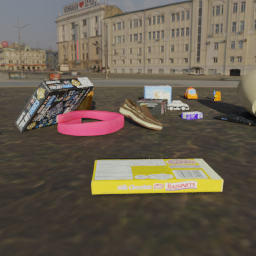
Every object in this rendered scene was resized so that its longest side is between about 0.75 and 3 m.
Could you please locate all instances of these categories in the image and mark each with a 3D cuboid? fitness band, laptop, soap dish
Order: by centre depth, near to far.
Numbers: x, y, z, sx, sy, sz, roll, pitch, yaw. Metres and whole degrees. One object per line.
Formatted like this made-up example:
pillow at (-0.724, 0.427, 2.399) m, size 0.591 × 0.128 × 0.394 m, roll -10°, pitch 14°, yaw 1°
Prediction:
fitness band at (-1.229, -0.196, 9.607) m, size 1.987 × 0.518 × 2.767 m, roll 6°, pitch 12°, yaw 14°
laptop at (5.423, -0.986, 10.877) m, size 2.599 × 1.515 × 2.933 m, roll -7°, pitch 14°, yaw -33°
soap dish at (-2.196, -1.358, 13.007) m, size 1.159 × 1.474 × 0.599 m, roll -8°, pitch 35°, yaw -33°

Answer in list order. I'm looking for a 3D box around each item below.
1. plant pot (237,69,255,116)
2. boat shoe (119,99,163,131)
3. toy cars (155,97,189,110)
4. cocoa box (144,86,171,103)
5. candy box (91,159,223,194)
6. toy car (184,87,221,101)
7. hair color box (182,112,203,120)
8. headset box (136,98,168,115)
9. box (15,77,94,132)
plant pot at (5.357, -1.194, 11.160) m, size 1.868 × 1.868 × 1.994 m, roll 4°, pitch 28°, yaw 18°
boat shoe at (0.464, -0.534, 9.740) m, size 1.873 × 0.693 × 0.692 m, roll 28°, pitch 12°, yaw 34°
toy cars at (1.975, -1.297, 14.560) m, size 2.524 × 0.559 × 1.132 m, roll 11°, pitch 17°, yaw 42°
cocoa box at (1.708, -1.945, 16.423) m, size 1.545 × 1.031 × 1.014 m, roll 0°, pitch 12°, yaw 0°
candy box at (0.467, 0.862, 5.169) m, size 2.208 × 0.292 × 1.128 m, roll 0°, pitch 10°, yaw -3°
toy car at (4.945, -2.303, 18.682) m, size 2.391 × 0.796 × 1.173 m, roll 2°, pitch 13°, yaw 13°
hair color box at (2.680, -0.518, 11.700) m, size 0.772 × 0.250 × 0.422 m, roll -7°, pitch 13°, yaw -22°
headset box at (1.129, -1.003, 13.057) m, size 1.209 × 0.610 × 1.626 m, roll 4°, pitch 13°, yaw 19°
box at (-2.454, -0.812, 9.499) m, size 2.104 × 0.523 × 2.089 m, roll -45°, pitch -16°, yaw 33°
